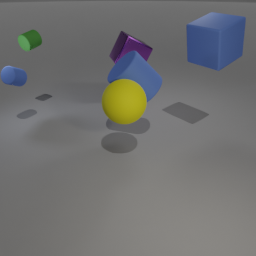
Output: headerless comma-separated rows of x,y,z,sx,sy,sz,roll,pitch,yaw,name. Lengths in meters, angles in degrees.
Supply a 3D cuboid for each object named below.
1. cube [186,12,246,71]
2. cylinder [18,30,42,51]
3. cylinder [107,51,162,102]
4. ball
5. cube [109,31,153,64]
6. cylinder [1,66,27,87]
3.036,-3.047,9.770,1.400,1.400,1.400,-33,42,-25,cube
-4.116,-3.682,11.771,0.700,0.700,0.700,16,43,28,cylinder
0.241,-1.721,9.835,1.400,1.400,1.400,-37,29,25,cylinder
-0.120,-0.813,8.713,1.400,1.400,1.400,0,28,0,ball
0.112,-3.661,13.617,1.400,1.400,1.400,19,21,-25,cube
-4.446,-2.011,10.939,0.700,0.700,0.700,10,4,18,cylinder
